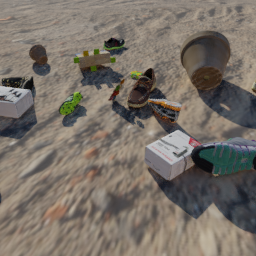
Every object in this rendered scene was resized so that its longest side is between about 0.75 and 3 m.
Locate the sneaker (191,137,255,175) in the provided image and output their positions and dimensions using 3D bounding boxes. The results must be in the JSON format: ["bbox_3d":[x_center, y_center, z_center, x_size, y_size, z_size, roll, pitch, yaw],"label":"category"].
[{"bbox_3d":[2.878,0.713,8.108,2.510,0.934,1.099,4,22,-13],"label":"sneaker"}]

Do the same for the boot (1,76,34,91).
[{"bbox_3d":[-4.766,-1.839,11.981,1.203,0.585,1.598,-2,30,-5],"label":"boot"}]

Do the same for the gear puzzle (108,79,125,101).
[{"bbox_3d":[-0.388,-1.491,11.102,0.137,1.045,0.541,39,21,15],"label":"gear puzzle"}]

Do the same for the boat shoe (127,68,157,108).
[{"bbox_3d":[0.597,-1.730,11.514,0.887,0.885,2.458,14,40,20],"label":"boat shoe"}]

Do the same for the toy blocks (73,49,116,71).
[{"bbox_3d":[-1.819,-3.585,14.395,2.077,1.038,1.420,-12,24,-13],"label":"toy blocks"}]

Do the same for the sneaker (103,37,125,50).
[{"bbox_3d":[-0.792,-5.124,16.804,1.533,0.642,0.588,-26,42,-33],"label":"sneaker"}]

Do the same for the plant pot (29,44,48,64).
[{"bbox_3d":[-4.619,-3.800,14.757,0.914,0.914,0.797,-24,58,-31],"label":"plant pot"}]

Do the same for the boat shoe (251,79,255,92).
[{"bbox_3d":[6.179,-2.120,12.363,1.882,0.625,0.697,-28,43,-35],"label":"boat shoe"}]

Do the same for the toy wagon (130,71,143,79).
[{"bbox_3d":[0.497,-2.557,13.436,0.787,0.156,0.611,13,36,18],"label":"toy wagon"}]

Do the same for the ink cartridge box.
[{"bbox_3d":[1.321,0.741,8.095,1.419,0.588,1.042,-24,43,-34],"label":"ink cartridge box"}]

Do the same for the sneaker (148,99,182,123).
[{"bbox_3d":[1.266,-0.687,10.263,0.670,0.661,1.711,-6,19,-26],"label":"sneaker"}]

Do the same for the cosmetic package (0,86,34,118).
[{"bbox_3d":[-5.207,-1.120,10.824,2.748,0.696,1.134,8,34,12],"label":"cosmetic package"}]

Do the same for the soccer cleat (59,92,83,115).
[{"bbox_3d":[-2.281,-0.919,10.822,0.577,0.481,1.424,-9,30,33],"label":"soccer cleat"}]

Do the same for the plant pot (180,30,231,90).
[{"bbox_3d":[3.429,-2.793,12.320,2.232,2.232,1.936,4,51,6],"label":"plant pot"}]
